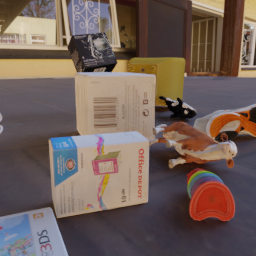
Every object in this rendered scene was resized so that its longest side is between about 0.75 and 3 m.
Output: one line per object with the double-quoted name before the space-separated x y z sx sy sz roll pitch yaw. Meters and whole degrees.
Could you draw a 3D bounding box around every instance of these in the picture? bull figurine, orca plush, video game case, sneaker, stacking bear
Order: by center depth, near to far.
"video game case" -1.760 1.575 2.755 2.330 0.257 2.121 -6 14 -23
"stacking bear" 1.253 0.991 4.626 0.661 0.619 1.089 0 8 1
"bull figurine" 1.443 0.383 6.695 1.423 0.763 2.343 -4 14 -18
"sneaker" 3.345 -0.241 8.867 2.850 1.079 1.311 -5 10 -25
"orca plush" 1.945 -0.790 11.757 0.697 1.032 1.962 -42 54 -11

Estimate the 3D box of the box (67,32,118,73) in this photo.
"box" -1.596 -3.237 12.494 1.653 1.625 1.024 -17 -13 -28

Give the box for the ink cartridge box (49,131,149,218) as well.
"ink cartridge box" -0.451 0.704 4.581 1.533 1.108 0.649 -5 14 -20

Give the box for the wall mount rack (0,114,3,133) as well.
"wall mount rack" -4.974 -0.008 8.418 2.173 0.810 1.888 6 40 27

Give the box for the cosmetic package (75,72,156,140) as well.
"cosmetic package" -0.493 -0.695 8.607 1.971 1.983 2.370 -4 14 -18

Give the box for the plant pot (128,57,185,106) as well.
"plant pot" 1.149 -2.275 13.633 2.501 2.485 2.559 7 9 26
